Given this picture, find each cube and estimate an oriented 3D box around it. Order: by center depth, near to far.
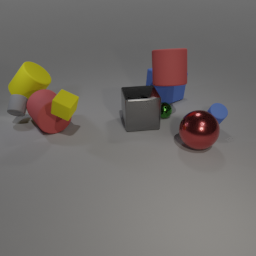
[{"bbox_3d":[-2.265,-0.823,10.059,0.700,0.700,0.700,25,47,1],"label":"cube"},{"bbox_3d":[0.502,-0.823,11.463,1.400,1.400,1.400,-5,30,-7],"label":"cube"},{"bbox_3d":[1.841,-2.132,13.638,1.400,1.400,1.400,-21,39,-36],"label":"cube"}]

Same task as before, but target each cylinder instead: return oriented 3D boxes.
[{"bbox_3d":[3.424,-0.510,10.939,0.700,0.700,0.700,3,64,-6],"label":"cylinder"},{"bbox_3d":[-3.165,-0.683,11.235,1.400,1.400,1.400,-18,34,-29],"label":"cylinder"},{"bbox_3d":[1.678,-2.454,11.301,1.400,1.400,1.400,-3,14,1],"label":"cylinder"},{"bbox_3d":[-4.494,-0.912,11.417,0.700,0.700,0.700,2,69,4],"label":"cylinder"},{"bbox_3d":[-4.456,-2.037,12.735,1.400,1.400,1.400,36,26,-21],"label":"cylinder"}]

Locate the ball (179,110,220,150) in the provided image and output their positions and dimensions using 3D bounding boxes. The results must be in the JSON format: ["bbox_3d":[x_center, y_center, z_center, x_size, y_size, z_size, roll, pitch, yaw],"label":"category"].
[{"bbox_3d":[2.512,0.067,9.901,1.400,1.400,1.400,0,29,0],"label":"ball"}]

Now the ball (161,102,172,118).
[{"bbox_3d":[1.563,-0.770,12.137,0.700,0.700,0.700,0,29,0],"label":"ball"}]
